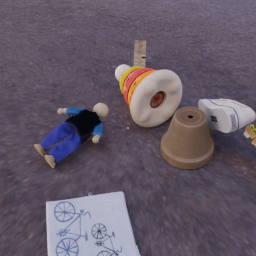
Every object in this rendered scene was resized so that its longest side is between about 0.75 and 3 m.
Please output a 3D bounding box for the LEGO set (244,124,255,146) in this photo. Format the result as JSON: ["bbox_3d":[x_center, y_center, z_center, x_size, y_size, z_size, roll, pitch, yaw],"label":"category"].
[{"bbox_3d":[3.287,0.672,6.412,0.777,0.629,1.689,-4,79,-22],"label":"LEGO set"}]

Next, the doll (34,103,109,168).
[{"bbox_3d":[-1.390,0.004,7.404,2.180,0.528,1.487,-39,68,-22],"label":"doll"}]

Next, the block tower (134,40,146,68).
[{"bbox_3d":[0.429,-2.412,10.142,0.432,0.462,1.599,2,74,2],"label":"block tower"}]

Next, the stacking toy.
[{"bbox_3d":[0.304,-1.262,8.488,1.738,1.738,2.379,-22,40,-24],"label":"stacking toy"}]

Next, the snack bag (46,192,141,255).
[{"bbox_3d":[-0.730,2.060,5.592,1.734,0.186,1.635,-7,49,-14],"label":"snack bag"}]

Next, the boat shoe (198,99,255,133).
[{"bbox_3d":[2.419,-0.397,7.110,0.733,0.802,2.230,-14,6,-2],"label":"boat shoe"}]

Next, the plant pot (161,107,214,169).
[{"bbox_3d":[1.524,0.155,7.142,1.394,1.216,1.394,-3,42,3],"label":"plant pot"}]
